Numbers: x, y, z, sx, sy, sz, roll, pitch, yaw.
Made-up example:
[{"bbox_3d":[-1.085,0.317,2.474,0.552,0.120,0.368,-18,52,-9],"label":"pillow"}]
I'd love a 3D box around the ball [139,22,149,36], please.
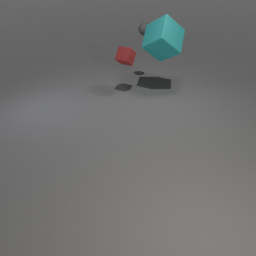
[{"bbox_3d":[0.913,-5.294,14.962,0.700,0.700,0.700,0,31,0],"label":"ball"}]

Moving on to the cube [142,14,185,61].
[{"bbox_3d":[1.731,-4.362,13.710,1.400,1.400,1.400,26,-22,-35],"label":"cube"}]

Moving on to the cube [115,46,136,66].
[{"bbox_3d":[-0.118,-3.553,13.841,0.700,0.700,0.700,16,-1,27],"label":"cube"}]
